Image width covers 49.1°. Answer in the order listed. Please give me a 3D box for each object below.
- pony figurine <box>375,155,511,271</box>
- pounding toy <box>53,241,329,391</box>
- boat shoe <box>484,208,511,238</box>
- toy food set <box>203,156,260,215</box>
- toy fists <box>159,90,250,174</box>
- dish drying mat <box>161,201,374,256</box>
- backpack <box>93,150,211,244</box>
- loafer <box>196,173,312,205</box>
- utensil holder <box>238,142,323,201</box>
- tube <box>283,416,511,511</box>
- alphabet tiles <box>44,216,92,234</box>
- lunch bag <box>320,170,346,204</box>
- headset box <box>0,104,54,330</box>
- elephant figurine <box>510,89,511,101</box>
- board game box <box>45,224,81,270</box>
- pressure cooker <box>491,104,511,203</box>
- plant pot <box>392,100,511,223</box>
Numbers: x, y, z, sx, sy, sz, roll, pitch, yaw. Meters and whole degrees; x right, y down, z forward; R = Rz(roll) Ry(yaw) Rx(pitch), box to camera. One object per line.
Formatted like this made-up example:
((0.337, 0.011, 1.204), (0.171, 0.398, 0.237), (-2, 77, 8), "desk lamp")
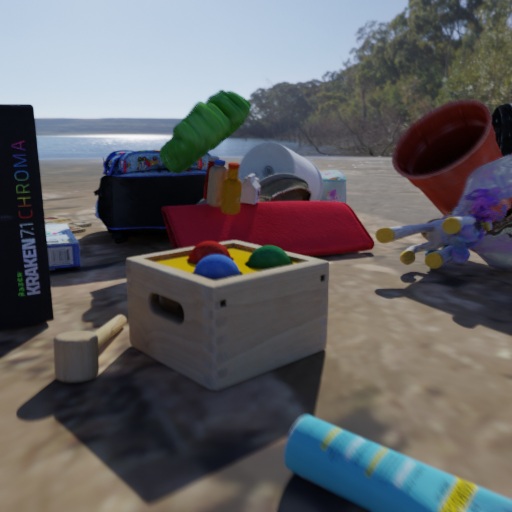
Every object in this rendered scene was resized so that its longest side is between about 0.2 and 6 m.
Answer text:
((3.311, -0.466, 8.791), (2.228, 1.855, 2.150), (-19, 7, -43), "pony figurine")
((-0.853, 0.445, 5.629), (2.399, 1.098, 2.108), (-11, 17, -41), "pounding toy")
((4.873, -0.701, 11.685), (1.853, 0.686, 0.684), (-11, 17, -40), "boat shoe")
((-0.418, -1.383, 9.987), (0.884, 0.833, 1.852), (12, 20, 14), "toy food set")
((-0.902, -2.485, 10.644), (1.209, 0.816, 2.372), (-32, 11, 37), "toy fists")
((0.262, -0.445, 10.043), (3.692, 0.336, 1.418), (-5, 49, -23), "dish drying mat")
((-2.249, -1.345, 12.060), (2.483, 1.830, 2.720), (-5, 11, -24), "backpack")
((0.080, -0.767, 11.309), (3.177, 1.195, 1.106), (-24, 59, -39), "loafer")
((0.615, -1.837, 13.664), (1.587, 1.587, 1.868), (6, -2, 25), "utensil holder")
((0.859, 1.383, 3.313), (1.454, 0.366, 0.563), (14, 30, 34), "tube")
((-5.497, -0.596, 12.546), (2.646, 0.101, 3.180), (10, 16, 38), "alphabet tiles")
((1.375, -1.833, 15.871), (2.230, 1.072, 2.781), (-2, 12, 3), "lunch bag")
((-3.894, -0.377, 6.060), (2.869, 2.498, 1.331), (-7, 15, -30), "headset box")
((4.002, -0.666, 6.436), (2.252, 2.902, 2.053), (6, 14, 25), "elephant figurine")
((-4.263, -0.120, 9.536), (2.233, 0.484, 2.222), (-5, 14, -22), "board game box")
((8.781, -3.104, 16.972), (3.306, 2.908, 2.953), (4, -19, 9), "pressure cooker")
((3.654, -1.505, 10.031), (1.738, 1.787, 1.787), (44, -13, -32), "plant pot")
